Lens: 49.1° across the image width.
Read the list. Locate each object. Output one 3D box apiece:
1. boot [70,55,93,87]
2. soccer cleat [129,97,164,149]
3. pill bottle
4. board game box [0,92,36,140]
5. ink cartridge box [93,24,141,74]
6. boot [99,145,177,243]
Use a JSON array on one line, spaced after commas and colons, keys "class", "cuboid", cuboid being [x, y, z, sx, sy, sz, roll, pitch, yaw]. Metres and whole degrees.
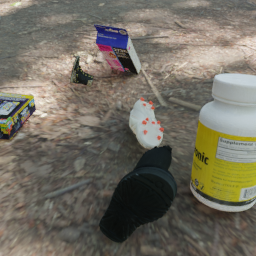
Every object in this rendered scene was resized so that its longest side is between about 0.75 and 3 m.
[{"class": "boot", "cuboid": [-1.635, -2.053, 10.263, 0.814, 1.078, 0.389, 15, 30, -9]}, {"class": "soccer cleat", "cuboid": [0.444, -0.011, 7.789, 0.773, 0.866, 2.232, 22, 29, -17]}, {"class": "pill bottle", "cuboid": [2.239, 0.279, 6.051, 1.509, 2.711, 1.509, 2, 22, -1]}, {"class": "board game box", "cuboid": [-4.323, -0.480, 8.803, 2.186, 0.620, 1.807, 7, 33, 7]}, {"class": "ink cartridge box", "cuboid": [-0.371, -2.899, 10.584, 1.255, 2.651, 0.492, 15, 77, 17]}, {"class": "boot", "cuboid": [0.419, 1.028, 5.594, 0.894, 2.415, 1.979, 36, 42, 5]}]
